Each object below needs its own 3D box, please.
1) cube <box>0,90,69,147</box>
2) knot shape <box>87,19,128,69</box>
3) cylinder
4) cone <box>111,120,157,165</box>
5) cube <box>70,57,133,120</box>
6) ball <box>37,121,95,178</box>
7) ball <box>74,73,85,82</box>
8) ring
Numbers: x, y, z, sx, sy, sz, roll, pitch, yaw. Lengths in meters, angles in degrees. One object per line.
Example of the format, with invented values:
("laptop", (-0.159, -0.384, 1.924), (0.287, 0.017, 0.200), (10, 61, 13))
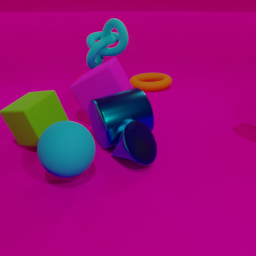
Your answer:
("cube", (-2.135, -0.222, 6.528), (0.955, 0.955, 0.955), (1, 34, 35))
("knot shape", (-0.795, -2.572, 8.885), (0.791, 1.602, 1.712), (37, -9, -32))
("cylinder", (-0.179, -0.248, 6.736), (1.209, 1.209, 1.209), (-18, 30, -21))
("cone", (-0.054, 0.460, 6.094), (0.980, 0.976, 0.976), (-28, 3, 40))
("cube", (-0.666, -1.073, 8.079), (1.289, 1.289, 1.289), (-25, 20, 16))
("ball", (-1.140, 0.393, 5.221), (1.051, 1.051, 1.051), (0, 25, 0))
("ball", (-1.423, -1.450, 9.681), (0.895, 0.895, 0.895), (0, 25, 0))
("ring", (0.919, -1.902, 11.438), (1.744, 0.349, 1.744), (-3, 25, 1))
